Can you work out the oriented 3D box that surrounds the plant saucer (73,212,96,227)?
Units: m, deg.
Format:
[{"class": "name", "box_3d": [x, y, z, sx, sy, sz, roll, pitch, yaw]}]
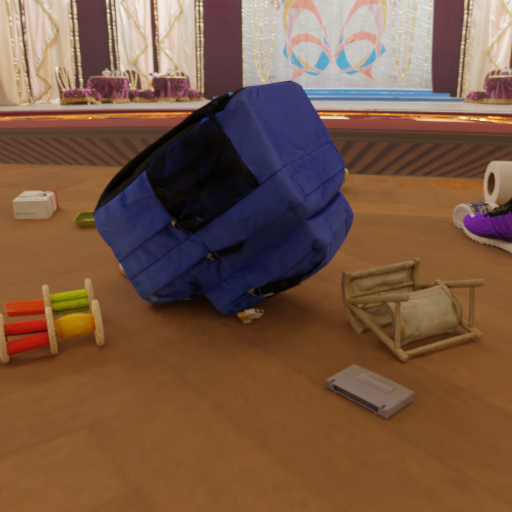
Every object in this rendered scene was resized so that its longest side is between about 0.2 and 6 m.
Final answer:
[{"class": "plant saucer", "box_3d": [-4.136, -0.923, 14.362, 0.908, 0.217, 0.907, -1, 19, -6]}]

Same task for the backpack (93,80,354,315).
[{"class": "backpack", "box_3d": [-0.614, -0.672, 9.258, 3.793, 3.183, 3.082, -28, 1, 28]}]

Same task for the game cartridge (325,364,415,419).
[{"class": "game cartridge", "box_3d": [1.397, 1.650, 6.889, 0.603, 0.179, 0.930, -11, 21, -41]}]

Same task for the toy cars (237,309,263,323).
[{"class": "toy cars", "box_3d": [-0.086, 0.932, 8.641, 0.344, 0.170, 0.767, -3, -11, -18]}]

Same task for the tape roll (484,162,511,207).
[{"class": "tape roll", "box_3d": [7.153, -2.047, 15.994, 0.890, 1.296, 1.296, 1, 19, 3]}]

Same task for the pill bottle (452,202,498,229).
[{"class": "pill bottle", "box_3d": [5.558, -1.032, 14.047, 1.126, 0.625, 0.625, -9, 21, -25]}]

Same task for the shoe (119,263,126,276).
[{"class": "shoe", "box_3d": [-2.465, -0.018, 11.274, 0.633, 0.483, 1.811, -6, 20, -17]}]

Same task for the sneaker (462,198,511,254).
[{"class": "sneaker", "box_3d": [5.627, -0.797, 12.277, 0.916, 1.310, 2.633, -7, 21, -19]}]

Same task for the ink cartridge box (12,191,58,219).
[{"class": "ink cartridge box", "box_3d": [-6.016, -1.406, 15.311, 0.899, 0.516, 1.238, -2, 19, -7]}]

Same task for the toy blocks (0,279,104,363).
[{"class": "toy blocks", "box_3d": [-3.286, 0.940, 8.140, 1.896, 0.688, 1.580, -8, 21, -21]}]

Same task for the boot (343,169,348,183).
[{"class": "boot", "box_3d": [1.906, -2.785, 18.369, 1.484, 0.692, 1.920, 15, -3, -44]}]

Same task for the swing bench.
[{"class": "swing bench", "box_3d": [2.306, 0.728, 8.417, 1.500, 0.978, 1.508, -9, 16, -24]}]
